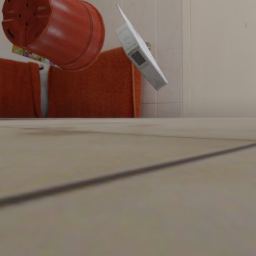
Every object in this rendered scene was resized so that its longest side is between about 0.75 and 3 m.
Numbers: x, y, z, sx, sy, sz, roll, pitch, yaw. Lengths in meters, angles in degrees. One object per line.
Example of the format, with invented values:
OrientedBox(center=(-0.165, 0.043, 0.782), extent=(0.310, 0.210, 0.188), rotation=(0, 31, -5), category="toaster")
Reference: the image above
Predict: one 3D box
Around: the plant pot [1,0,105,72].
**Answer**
OrientedBox(center=(-1.542, -2.062, 5.711), extent=(1.609, 1.609, 1.565), rotation=(1, 3, 24), category="plant pot")

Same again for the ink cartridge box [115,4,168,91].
OrientedBox(center=(0.376, -3.019, 10.780), extent=(0.604, 2.409, 2.775), rotation=(-33, -31, 14), category="ink cartridge box")

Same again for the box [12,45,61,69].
OrientedBox(center=(-2.338, -2.424, 7.931), extent=(1.351, 0.855, 1.402), rotation=(17, 22, -13), category="box")
